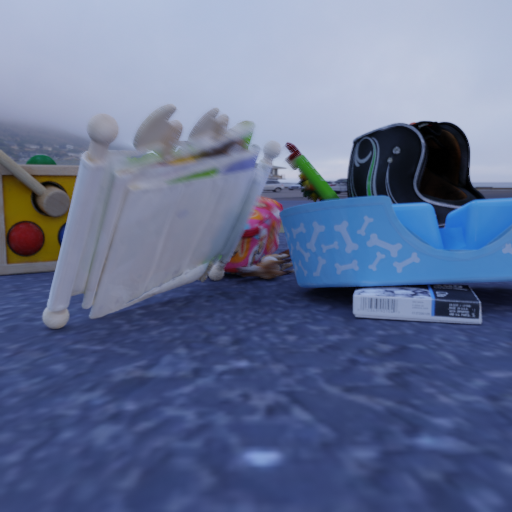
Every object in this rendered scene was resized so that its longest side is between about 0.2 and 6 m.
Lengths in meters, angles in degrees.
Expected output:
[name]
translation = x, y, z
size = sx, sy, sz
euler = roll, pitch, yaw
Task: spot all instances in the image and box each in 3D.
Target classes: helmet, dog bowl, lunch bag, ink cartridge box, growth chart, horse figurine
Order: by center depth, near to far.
[growth chart]
translation = -0.830, -0.463, 6.298
size = 0.320, 2.614, 3.612
euler = 35, 23, 19
[ink cartridge box]
translation = 1.782, 0.480, 6.355
size = 1.289, 0.282, 1.301
euler = 2, 6, 13
[dog bowl]
translation = 2.316, -0.152, 6.955
size = 4.028, 0.999, 2.245
euler = -3, -3, 7
[horse figurine]
translation = 0.336, 0.115, 8.567
size = 0.942, 0.355, 1.421
euler = -13, 8, 16
[lunch bag]
translation = -0.799, -0.510, 9.507
size = 2.159, 1.004, 2.451
euler = 12, 18, 13
[helmet]
translation = 3.318, -1.411, 11.906
size = 2.780, 2.650, 2.780
euler = -11, 3, 1

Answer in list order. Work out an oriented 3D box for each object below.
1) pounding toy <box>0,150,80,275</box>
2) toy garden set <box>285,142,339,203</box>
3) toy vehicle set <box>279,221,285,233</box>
[pounding toy]
translation = -3.577, -0.846, 9.120
size = 2.018, 2.192, 1.559
euler = -4, 8, -31
[toy garden set]
translation = 1.274, -1.302, 11.799
size = 0.529, 2.208, 2.649
euler = -39, -32, 8
[toy vehicle set]
translation = -0.177, -1.038, 17.833
size = 2.884, 0.382, 1.792
euler = 3, 8, 22
